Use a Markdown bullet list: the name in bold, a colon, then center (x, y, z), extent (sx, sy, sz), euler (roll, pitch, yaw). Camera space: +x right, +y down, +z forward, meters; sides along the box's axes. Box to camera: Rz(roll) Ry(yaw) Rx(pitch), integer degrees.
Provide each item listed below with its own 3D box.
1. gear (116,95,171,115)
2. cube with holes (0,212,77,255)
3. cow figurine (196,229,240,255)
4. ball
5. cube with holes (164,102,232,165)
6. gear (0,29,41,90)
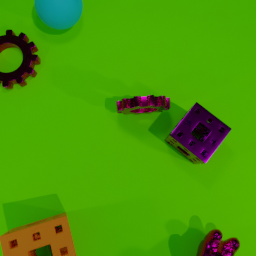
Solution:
- **gear**: center (0.354, -0.517, 6.498), extent (1.237, 1.237, 0.229), euler (-4, 84, -1)
- **cube with holes**: center (-1.763, 2.609, 5.847), extent (1.262, 1.262, 1.262), euler (-14, 80, -16)
- **cow figurine**: center (1.697, 3.243, 6.085), extent (0.954, 1.710, 1.738), euler (24, 46, 4)
- **ball**: center (-1.652, -2.953, 6.710), extent (1.118, 1.118, 1.118), euler (0, 81, 0)
- **cube with holes**: center (1.581, 0.164, 6.534), extent (0.967, 0.967, 0.967), euler (39, 83, 6)
- **gear**: center (-3.044, -1.752, 7.191), extent (1.507, 0.279, 1.507), euler (0, 81, 0)
